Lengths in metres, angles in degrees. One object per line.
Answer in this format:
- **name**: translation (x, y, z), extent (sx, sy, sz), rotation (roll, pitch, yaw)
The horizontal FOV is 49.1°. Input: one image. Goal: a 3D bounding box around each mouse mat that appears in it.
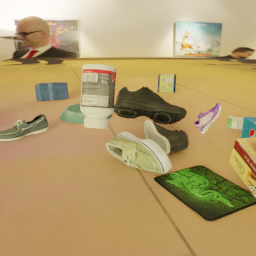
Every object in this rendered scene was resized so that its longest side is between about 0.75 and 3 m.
- **mouse mat**: translation (1.793, 1.427, 6.621), extent (1.641, 0.077, 2.039), rotation (-10, 20, -27)

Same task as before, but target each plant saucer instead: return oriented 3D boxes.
- **plant saucer**: translation (-1.890, -0.729, 12.581), extent (2.328, 0.418, 2.328), rotation (0, 18, 0)

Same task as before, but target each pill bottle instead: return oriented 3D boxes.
- **pill bottle**: translation (-0.728, -0.748, 6.779), extent (0.821, 1.483, 0.821), rotation (4, 4, 0)

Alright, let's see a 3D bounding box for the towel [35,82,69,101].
- **towel**: translation (-4.236, -2.045, 15.628), extent (1.767, 0.987, 0.429), rotation (-5, 19, -15)

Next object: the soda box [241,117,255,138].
- **soda box**: translation (4.430, 0.348, 8.666), extent (0.765, 0.809, 2.384), rotation (-2, 18, -5)

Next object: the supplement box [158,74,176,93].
- **supplement box**: translation (2.487, -2.857, 17.901), extent (1.100, 1.102, 0.740), rotation (4, 19, 11)

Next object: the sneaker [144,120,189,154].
- **sneaker**: translation (1.256, 0.256, 9.244), extent (0.999, 0.712, 2.014), rotation (-5, 24, -20)

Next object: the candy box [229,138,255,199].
- **candy box**: translation (4.105, 0.916, 6.461), extent (2.892, 0.800, 1.669), rotation (-4, 34, -9)

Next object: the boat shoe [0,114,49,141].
- **boat shoe**: translation (-3.843, -0.043, 10.131), extent (0.750, 0.636, 2.059), rotation (17, 25, 41)

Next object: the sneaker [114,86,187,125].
- **sneaker**: translation (0.924, -0.990, 11.111), extent (2.919, 1.108, 1.325), rotation (11, 63, -5)

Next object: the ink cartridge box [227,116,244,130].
- **ink cartridge box**: translation (4.363, -0.193, 11.038), extent (0.820, 0.359, 0.596), rotation (8, 20, 26)

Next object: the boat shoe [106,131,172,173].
- **boat shoe**: translation (0.220, 0.754, 7.712), extent (0.774, 0.898, 2.495), rotation (-31, 23, -21)

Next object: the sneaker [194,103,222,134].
- **sneaker**: translation (2.079, -0.299, 7.375), extent (0.427, 0.965, 0.388), rotation (33, 34, 4)
